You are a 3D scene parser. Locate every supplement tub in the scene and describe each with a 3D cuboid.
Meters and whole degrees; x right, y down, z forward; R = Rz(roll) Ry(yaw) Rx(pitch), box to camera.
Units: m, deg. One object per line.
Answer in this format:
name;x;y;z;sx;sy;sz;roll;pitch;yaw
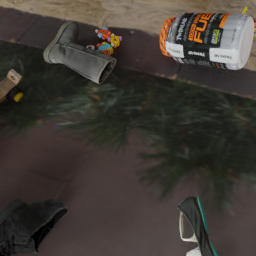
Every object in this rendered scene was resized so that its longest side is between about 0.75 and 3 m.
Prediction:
supplement tub;2.509;-2.867;9.120;2.681;1.642;1.642;16;53;31

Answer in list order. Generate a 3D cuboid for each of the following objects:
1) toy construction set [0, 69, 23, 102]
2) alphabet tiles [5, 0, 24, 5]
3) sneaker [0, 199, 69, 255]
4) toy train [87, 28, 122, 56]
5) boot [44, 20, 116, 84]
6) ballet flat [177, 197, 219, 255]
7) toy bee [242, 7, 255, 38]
toy construction set;-4.161;-1.479;7.820;2.299;2.757;2.118;32;54;12
alphabet tiles;-4.999;-5.821;12.556;0.809;0.031;0.972;23;57;16
sneaker;-2.444;2.394;5.998;1.217;0.701;2.333;22;53;21
toy train;-0.862;-3.100;10.316;1.128;0.418;1.501;15;52;13
boot;-1.476;-2.687;9.714;2.331;0.846;2.119;18;69;21
ballet flat;1.504;2.402;5.872;0.662;0.658;1.934;-24;48;12
toy bee;4.249;-3.650;10.017;2.318;1.260;1.517;-4;79;16
